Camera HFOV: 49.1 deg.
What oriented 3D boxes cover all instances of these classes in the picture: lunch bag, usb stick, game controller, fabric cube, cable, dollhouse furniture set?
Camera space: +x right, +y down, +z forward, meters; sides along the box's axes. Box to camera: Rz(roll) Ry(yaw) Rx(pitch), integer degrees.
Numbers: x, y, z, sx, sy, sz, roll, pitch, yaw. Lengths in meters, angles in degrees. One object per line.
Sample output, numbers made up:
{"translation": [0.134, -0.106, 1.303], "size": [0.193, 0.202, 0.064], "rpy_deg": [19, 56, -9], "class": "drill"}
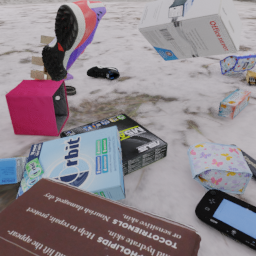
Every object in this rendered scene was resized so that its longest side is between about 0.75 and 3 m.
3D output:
{"translation": [5.553, -3.249, 14.021], "size": [1.259, 0.917, 1.481], "rpy_deg": [-9, -6, -15], "class": "lunch bag"}
{"translation": [3.338, 1.015, 7.694], "size": [0.509, 0.299, 1.835], "rpy_deg": [-11, 32, -19], "class": "usb stick"}
{"translation": [2.400, 1.970, 5.953], "size": [1.863, 0.392, 0.972], "rpy_deg": [21, 36, 34], "class": "game controller"}
{"translation": [-2.986, -0.722, 9.540], "size": [1.507, 1.483, 1.511], "rpy_deg": [1, 30, 5], "class": "fabric cube"}
{"translation": [2.243, 0.992, 7.191], "size": [1.381, 0.878, 1.171], "rpy_deg": [9, 31, -4], "class": "lunch bag"}
{"translation": [-3.395, -1.957, 12.538], "size": [2.350, 0.591, 1.141], "rpy_deg": [22, 37, 33], "class": "cable"}
{"translation": [-2.538, -2.396, 9.904], "size": [1.020, 1.535, 1.345], "rpy_deg": [14, 15, 21], "class": "dollhouse furniture set"}

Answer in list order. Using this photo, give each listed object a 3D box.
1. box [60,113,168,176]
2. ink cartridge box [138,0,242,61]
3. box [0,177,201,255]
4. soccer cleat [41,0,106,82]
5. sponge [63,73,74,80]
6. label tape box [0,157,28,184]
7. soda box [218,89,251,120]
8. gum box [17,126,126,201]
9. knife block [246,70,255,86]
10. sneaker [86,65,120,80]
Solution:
{"translation": [-0.460, 0.495, 8.329], "size": [2.394, 0.569, 2.312], "rpy_deg": [-19, 34, -29], "class": "box"}
{"translation": [2.128, -3.401, 9.511], "size": [2.833, 1.217, 2.074], "rpy_deg": [2, -19, 37], "class": "ink cartridge box"}
{"translation": [-0.793, 2.498, 3.047], "size": [2.333, 2.357, 2.842], "rpy_deg": [13, 33, 22], "class": "box"}
{"translation": [-1.261, -1.845, 6.277], "size": [0.920, 2.514, 0.857], "rpy_deg": [-32, 86, -33], "class": "soccer cleat"}
{"translation": [-3.302, -2.670, 14.203], "size": [0.638, 0.171, 1.144], "rpy_deg": [-20, 36, -32], "class": "sponge"}
{"translation": [-3.237, 1.071, 7.099], "size": [1.319, 0.609, 1.841], "rpy_deg": [-4, -5, -7], "class": "label tape box"}
{"translation": [4.139, -0.955, 10.833], "size": [0.609, 0.566, 1.782], "rpy_deg": [22, 36, 34], "class": "soda box"}
{"translation": [-1.311, 0.979, 6.753], "size": [2.351, 0.524, 1.998], "rpy_deg": [-13, 39, 5], "class": "gum box"}
{"translation": [5.915, -2.384, 13.486], "size": [1.040, 0.379, 1.185], "rpy_deg": [-15, 33, -26], "class": "knife block"}
{"translation": [-1.208, -2.709, 13.829], "size": [1.645, 0.601, 0.920], "rpy_deg": [-7, 30, -13], "class": "sneaker"}
